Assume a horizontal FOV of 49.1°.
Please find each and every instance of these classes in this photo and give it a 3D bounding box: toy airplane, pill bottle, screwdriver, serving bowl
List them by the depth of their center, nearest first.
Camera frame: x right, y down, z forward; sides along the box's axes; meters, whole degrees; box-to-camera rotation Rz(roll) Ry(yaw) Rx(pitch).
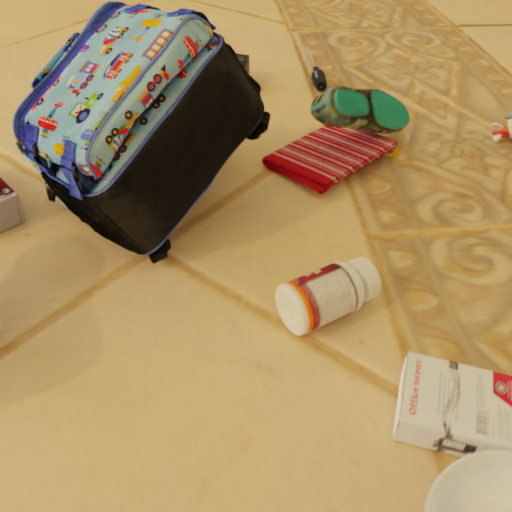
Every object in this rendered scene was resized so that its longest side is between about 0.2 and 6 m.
[{"bbox_3d":[2.355,2.711,4.967,1.832,0.602,1.832,2,40,-1],"label":"serving bowl"},{"bbox_3d":[0.961,0.499,7.408,1.295,0.710,0.710,-21,46,-23],"label":"pill bottle"},{"bbox_3d":[5.047,-2.497,10.816,0.982,0.696,0.987,-23,47,-23],"label":"toy airplane"},{"bbox_3d":[1.403,-4.589,13.387,0.332,0.346,2.382,19,41,-21],"label":"screwdriver"}]

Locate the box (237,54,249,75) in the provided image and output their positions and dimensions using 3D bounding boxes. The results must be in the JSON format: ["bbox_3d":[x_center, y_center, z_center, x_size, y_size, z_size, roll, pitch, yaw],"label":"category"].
[{"bbox_3d":[-0.740,-4.154,12.753,0.988,0.590,1.005,8,43,10],"label":"box"}]

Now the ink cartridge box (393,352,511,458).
[{"bbox_3d":[2.175,1.670,6.149,1.223,0.510,0.888,12,50,11],"label":"ink cartridge box"}]

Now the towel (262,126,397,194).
[{"bbox_3d":[1.370,-1.896,10.428,2.184,0.246,1.579,-32,47,-32],"label":"towel"}]

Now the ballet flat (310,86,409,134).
[{"bbox_3d":[1.895,-2.672,10.385,2.326,0.863,0.863,1,33,-42],"label":"ballet flat"}]

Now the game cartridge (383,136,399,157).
[{"bbox_3d":[2.441,-2.127,10.848,0.555,0.102,0.630,0,41,0],"label":"game cartridge"}]

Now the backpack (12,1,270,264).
[{"bbox_3d":[-2.164,-2.160,8.669,3.641,2.449,3.324,29,77,38],"label":"backpack"}]

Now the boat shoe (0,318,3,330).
[{"bbox_3d":[-3.722,0.576,6.966,1.079,1.245,2.920,-20,40,-2],"label":"boat shoe"}]

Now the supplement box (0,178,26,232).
[{"bbox_3d":[-4.698,-0.998,9.213,1.015,0.568,1.865,-31,49,-30],"label":"supplement box"}]
